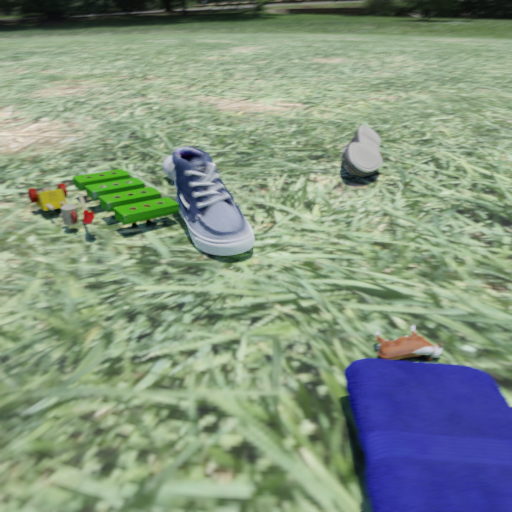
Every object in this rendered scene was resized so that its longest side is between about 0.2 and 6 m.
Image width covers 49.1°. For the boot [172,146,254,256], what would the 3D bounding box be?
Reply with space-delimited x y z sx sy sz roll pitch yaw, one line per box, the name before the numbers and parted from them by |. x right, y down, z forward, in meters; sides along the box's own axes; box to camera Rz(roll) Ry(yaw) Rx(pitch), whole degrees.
boot | -0.888 -1.026 9.759 0.991 1.230 2.723 -19 30 -19

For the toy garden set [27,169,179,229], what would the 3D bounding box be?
toy garden set | -2.962 -0.948 10.618 2.060 0.493 2.471 -16 31 -33

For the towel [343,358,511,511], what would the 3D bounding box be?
towel | 1.715 1.820 5.050 1.658 0.556 2.245 6 26 -3

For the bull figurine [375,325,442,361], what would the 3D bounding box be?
bull figurine | 1.830 1.076 6.761 0.807 0.263 0.490 -4 25 -10

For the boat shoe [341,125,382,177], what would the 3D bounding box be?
boat shoe | 2.440 -2.313 13.229 0.873 0.744 2.612 34 33 -4

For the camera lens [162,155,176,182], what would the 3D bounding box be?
camera lens | -1.767 -1.933 12.477 0.525 0.525 0.657 -12 29 -23
